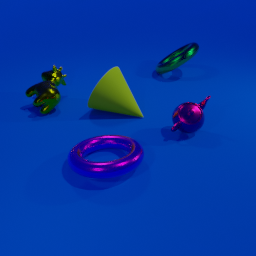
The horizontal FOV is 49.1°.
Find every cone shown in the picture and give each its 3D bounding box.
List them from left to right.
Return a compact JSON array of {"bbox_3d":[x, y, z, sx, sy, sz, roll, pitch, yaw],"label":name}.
[{"bbox_3d":[-0.153,-0.815,8.861,1.602,1.596,1.596,37,39,7],"label":"cone"}]

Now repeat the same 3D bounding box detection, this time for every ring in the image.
[{"bbox_3d":[-0.520,0.627,6.618,1.805,0.361,1.805,-3,22,1],"label":"ring"},{"bbox_3d":[2.087,-2.979,11.981,2.071,0.414,2.071,-32,16,10],"label":"ring"}]

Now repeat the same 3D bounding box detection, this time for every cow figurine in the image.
[{"bbox_3d":[-2.571,-1.322,9.340,1.585,0.884,1.611,-40,44,-14],"label":"cow figurine"}]

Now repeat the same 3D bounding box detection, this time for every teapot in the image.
[{"bbox_3d":[1.713,-0.361,7.699,1.445,0.708,0.899,-39,74,-10],"label":"teapot"}]
